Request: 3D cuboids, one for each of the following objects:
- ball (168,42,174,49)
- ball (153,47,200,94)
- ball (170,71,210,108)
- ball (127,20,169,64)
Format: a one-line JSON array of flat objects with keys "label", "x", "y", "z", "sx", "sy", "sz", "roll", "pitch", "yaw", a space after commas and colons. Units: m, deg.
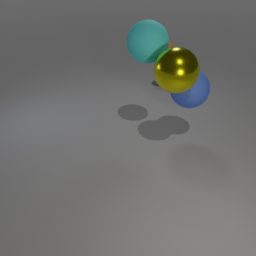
[{"label": "ball", "x": 1.918, "y": -3.833, "z": 13.650, "sx": 0.700, "sy": 0.700, "sz": 0.700, "roll": 0, "pitch": 32, "yaw": 0}, {"label": "ball", "x": 1.480, "y": -1.753, "z": 8.552, "sx": 1.400, "sy": 1.400, "sz": 1.400, "roll": 0, "pitch": 32, "yaw": 0}, {"label": "ball", "x": 2.182, "y": -1.399, "z": 9.908, "sx": 1.400, "sy": 1.400, "sz": 1.400, "roll": 0, "pitch": 32, "yaw": 0}, {"label": "ball", "x": 0.655, "y": -2.865, "z": 9.340, "sx": 1.400, "sy": 1.400, "sz": 1.400, "roll": 0, "pitch": 32, "yaw": 0}]
